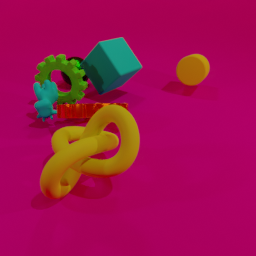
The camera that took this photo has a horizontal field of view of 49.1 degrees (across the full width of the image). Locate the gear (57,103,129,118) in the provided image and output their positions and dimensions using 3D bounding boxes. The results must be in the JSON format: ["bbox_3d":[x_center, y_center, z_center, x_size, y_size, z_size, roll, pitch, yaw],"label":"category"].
[{"bbox_3d":[-0.830,-0.415,6.727,1.680,0.311,1.680,-1,3,0],"label":"gear"}]

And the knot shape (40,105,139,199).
[{"bbox_3d":[-0.802,0.470,4.916,1.942,0.898,1.818,-5,36,53],"label":"knot shape"}]

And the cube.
[{"bbox_3d":[-0.495,-1.829,8.263,1.104,1.104,1.104,-32,88,-47],"label":"cube"}]

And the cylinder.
[{"bbox_3d":[2.034,-1.823,8.733,0.893,0.893,0.893,12,21,19],"label":"cylinder"}]

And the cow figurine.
[{"bbox_3d":[-2.047,-0.687,7.119,0.563,1.009,1.025,-13,3,5],"label":"cow figurine"}]

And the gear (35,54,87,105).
[{"bbox_3d":[-1.809,-1.258,7.573,1.398,1.398,0.259,7,31,12],"label":"gear"}]

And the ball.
[{"bbox_3d":[-1.725,-1.857,9.212,0.970,0.970,0.970,0,31,0],"label":"ball"}]
